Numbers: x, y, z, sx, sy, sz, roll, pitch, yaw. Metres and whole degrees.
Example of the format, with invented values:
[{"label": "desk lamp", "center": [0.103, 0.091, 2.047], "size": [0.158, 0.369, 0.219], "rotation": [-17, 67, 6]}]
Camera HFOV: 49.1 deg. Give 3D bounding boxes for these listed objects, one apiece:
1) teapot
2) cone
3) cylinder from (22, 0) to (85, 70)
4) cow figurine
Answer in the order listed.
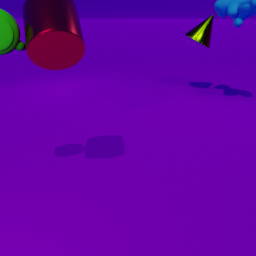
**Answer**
[{"label": "teapot", "center": [-1.991, -1.479, 4.346], "size": [1.106, 0.688, 0.541], "rotation": [30, 14, -26]}, {"label": "cone", "center": [2.809, -3.637, 10.191], "size": [1.071, 1.075, 1.071], "rotation": [25, 22, -11]}, {"label": "cylinder", "center": [-1.190, -1.543, 4.484], "size": [0.888, 0.888, 0.888], "rotation": [-7, 64, -16]}, {"label": "cow figurine", "center": [3.448, -3.833, 8.618], "size": [1.535, 0.843, 1.511], "rotation": [-14, 49, 38]}]
